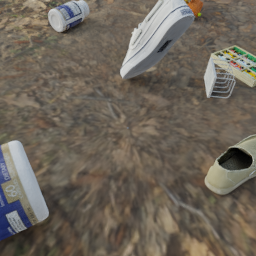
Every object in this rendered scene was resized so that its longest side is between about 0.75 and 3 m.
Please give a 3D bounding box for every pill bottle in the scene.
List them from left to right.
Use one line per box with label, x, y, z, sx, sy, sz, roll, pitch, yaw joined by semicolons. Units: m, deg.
pill bottle;-2.875;1.372;4.599;2.743;1.523;1.523;-22;49;-20
pill bottle;-2.230;-4.374;10.807;0.844;0.844;1.520;29;52;26

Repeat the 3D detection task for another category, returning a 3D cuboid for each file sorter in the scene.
file sorter;2.603;-1.411;7.968;0.628;0.700;1.009;7;45;2

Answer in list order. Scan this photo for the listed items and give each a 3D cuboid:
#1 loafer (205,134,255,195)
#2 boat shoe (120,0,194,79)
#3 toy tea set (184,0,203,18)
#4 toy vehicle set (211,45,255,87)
loafer;2.463;0.659;5.895;1.995;0.681;0.755;-31;53;-27
boat shoe;0.578;-2.366;7.482;1.050;2.854;0.933;-18;77;-41
toy tea set;2.218;-5.164;11.709;1.302;0.810;2.189;24;19;-22
toy vehicle set;3.649;-2.003;8.868;1.110;0.237;1.786;-24;50;-22
